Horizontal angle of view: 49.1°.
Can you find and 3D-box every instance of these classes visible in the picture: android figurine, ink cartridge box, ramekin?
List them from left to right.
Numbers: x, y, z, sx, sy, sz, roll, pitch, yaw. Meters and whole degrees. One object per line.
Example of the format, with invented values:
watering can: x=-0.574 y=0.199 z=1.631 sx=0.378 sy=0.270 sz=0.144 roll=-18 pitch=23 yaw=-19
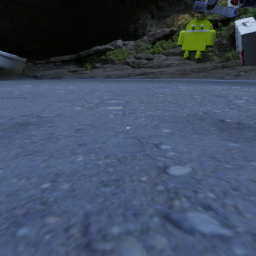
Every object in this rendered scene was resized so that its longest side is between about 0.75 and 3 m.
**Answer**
ramekin: x=-3.787 y=-2.098 z=8.964 sx=0.935 sy=0.491 sz=0.935 roll=16 pitch=5 yaw=-2
android figurine: x=2.306 y=-3.030 z=9.377 sx=1.340 sy=1.472 sz=0.302 roll=18 pitch=10 yaw=41
ink cartridge box: x=2.853 y=-3.879 z=9.166 sx=1.280 sy=0.283 sz=0.602 roll=21 pitch=27 yaw=21
ink cartridge box: x=3.493 y=-2.527 z=8.143 sx=0.545 sy=0.966 sz=1.316 roll=-8 pitch=33 yaw=17

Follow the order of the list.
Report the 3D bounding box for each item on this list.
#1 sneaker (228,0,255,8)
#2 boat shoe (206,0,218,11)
sneaker: x=3.811 y=-4.125 z=9.121 sx=1.072 sy=0.421 sz=0.426 roll=-3 pitch=11 yaw=27
boat shoe: x=2.374 y=-3.675 z=7.668 sx=0.310 sy=0.926 sz=0.264 roll=16 pitch=-6 yaw=14
